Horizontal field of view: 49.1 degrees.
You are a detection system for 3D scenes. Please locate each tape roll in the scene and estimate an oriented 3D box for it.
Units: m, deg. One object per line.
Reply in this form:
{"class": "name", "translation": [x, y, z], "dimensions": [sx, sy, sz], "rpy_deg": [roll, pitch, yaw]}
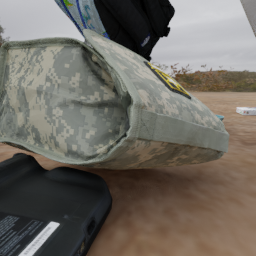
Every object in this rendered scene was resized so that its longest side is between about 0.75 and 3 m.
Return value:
{"class": "tape roll", "translation": [2.169, -2.640, 5.120], "dimensions": [0.427, 2.335, 2.335], "rpy_deg": [-22, -3, 29]}

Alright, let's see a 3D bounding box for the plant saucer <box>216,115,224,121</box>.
{"class": "plant saucer", "translation": [1.056, -0.179, 7.262], "dimensions": [2.715, 0.372, 2.715], "rpy_deg": [1, 7, 0]}

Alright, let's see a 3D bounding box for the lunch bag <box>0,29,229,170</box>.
{"class": "lunch bag", "translation": [-0.180, -0.185, 3.301], "dimensions": [2.357, 1.386, 1.933], "rpy_deg": [10, -2, 39]}

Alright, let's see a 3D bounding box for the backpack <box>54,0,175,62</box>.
{"class": "backpack", "translation": [-0.304, -2.641, 5.723], "dimensions": [2.160, 2.291, 2.809], "rpy_deg": [34, 0, 13]}

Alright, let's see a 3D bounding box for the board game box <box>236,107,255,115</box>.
{"class": "board game box", "translation": [4.854, -0.673, 11.156], "dimensions": [0.794, 0.218, 1.258], "rpy_deg": [2, 9, 10]}

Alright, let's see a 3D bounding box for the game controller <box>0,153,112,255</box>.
{"class": "game controller", "translation": [-0.952, 0.716, 1.718], "dimensions": [1.328, 0.536, 2.546], "rpy_deg": [16, 12, 8]}
